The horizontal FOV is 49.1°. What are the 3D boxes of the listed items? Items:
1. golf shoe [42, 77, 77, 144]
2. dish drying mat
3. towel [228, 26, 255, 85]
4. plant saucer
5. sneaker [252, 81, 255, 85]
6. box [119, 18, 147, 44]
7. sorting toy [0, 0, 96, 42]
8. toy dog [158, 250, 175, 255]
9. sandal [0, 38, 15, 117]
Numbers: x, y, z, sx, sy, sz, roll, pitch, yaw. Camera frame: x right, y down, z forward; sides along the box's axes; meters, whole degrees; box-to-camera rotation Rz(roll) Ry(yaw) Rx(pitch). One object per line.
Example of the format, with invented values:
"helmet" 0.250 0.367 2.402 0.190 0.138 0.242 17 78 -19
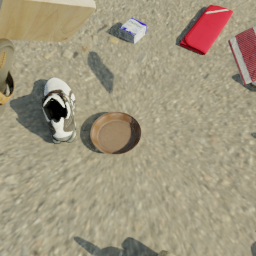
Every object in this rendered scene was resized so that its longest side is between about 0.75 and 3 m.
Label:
"golf shoe" -2.113 -0.809 8.589 1.009 1.226 2.595 -16 57 -9
"dish drying mat" 3.189 -4.030 11.217 1.108 0.263 2.885 28 61 16
"towel" 3.320 -1.865 6.374 1.746 0.199 1.257 -21 74 28
"plant saucer" -0.356 0.194 8.488 1.539 0.282 1.539 0 58 -1
"sneaker" 5.070 -1.706 9.599 1.605 0.608 0.738 -30 69 -9
"box" 0.201 -3.821 10.983 0.761 0.434 0.827 33 62 18
"sorting toy" -2.045 -2.744 6.551 1.929 1.941 0.675 -8 87 -31
"toy dog" 1.363 3.667 5.576 2.897 1.395 1.911 16 59 10
"sandal" -2.937 -1.029 6.544 0.565 2.071 0.846 31 24 10
